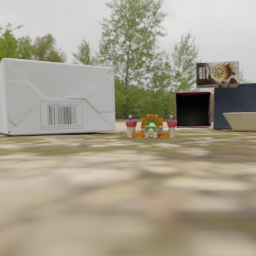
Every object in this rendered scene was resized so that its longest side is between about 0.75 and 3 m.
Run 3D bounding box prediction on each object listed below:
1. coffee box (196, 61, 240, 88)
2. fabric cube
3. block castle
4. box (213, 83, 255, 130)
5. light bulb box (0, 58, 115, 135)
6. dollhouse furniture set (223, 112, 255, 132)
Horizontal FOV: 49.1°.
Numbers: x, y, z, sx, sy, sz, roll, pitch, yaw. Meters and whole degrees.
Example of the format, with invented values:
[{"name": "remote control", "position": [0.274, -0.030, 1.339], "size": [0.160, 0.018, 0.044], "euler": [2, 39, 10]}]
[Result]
[{"name": "coffee box", "position": [2.307, -1.375, 7.276], "size": [1.054, 0.596, 0.421], "euler": [-1, -8, 11]}, {"name": "fabric cube", "position": [2.472, -0.662, 10.739], "size": [1.301, 1.326, 1.322], "euler": [0, -1, 10]}, {"name": "block castle", "position": [0.372, -0.033, 4.417], "size": [0.778, 0.365, 0.520], "euler": [0, 1, 8]}, {"name": "box", "position": [3.852, -0.629, 8.646], "size": [2.276, 1.359, 2.315], "euler": [0, 3, 19]}, {"name": "light bulb box", "position": [-1.670, -0.564, 5.987], "size": [2.111, 1.329, 2.130], "euler": [-1, 1, -30]}, {"name": "dollhouse furniture set", "position": [2.989, -0.823, 5.705], "size": [2.087, 1.870, 2.634], "euler": [-1, 2, -37]}]
